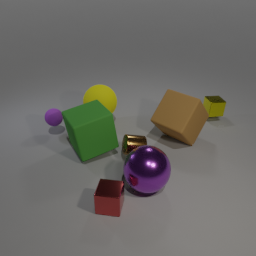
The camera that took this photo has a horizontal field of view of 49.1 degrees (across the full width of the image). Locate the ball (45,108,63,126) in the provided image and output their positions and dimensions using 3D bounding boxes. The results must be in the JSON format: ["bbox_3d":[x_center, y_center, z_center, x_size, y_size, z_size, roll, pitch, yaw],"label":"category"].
[{"bbox_3d":[-2.901,-0.420,10.960,0.700,0.700,0.700,0,30,0],"label":"ball"}]

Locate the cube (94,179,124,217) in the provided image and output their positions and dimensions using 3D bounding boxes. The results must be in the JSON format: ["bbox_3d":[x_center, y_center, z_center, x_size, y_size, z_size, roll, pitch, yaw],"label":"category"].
[{"bbox_3d":[-0.502,1.915,7.733,0.700,0.700,0.700,5,30,8],"label":"cube"}]

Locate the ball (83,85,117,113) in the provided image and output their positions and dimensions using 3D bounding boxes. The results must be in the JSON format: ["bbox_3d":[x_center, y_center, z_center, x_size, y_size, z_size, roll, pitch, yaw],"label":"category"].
[{"bbox_3d":[-1.151,-1.088,11.582,1.400,1.400,1.400,0,30,0],"label":"ball"}]

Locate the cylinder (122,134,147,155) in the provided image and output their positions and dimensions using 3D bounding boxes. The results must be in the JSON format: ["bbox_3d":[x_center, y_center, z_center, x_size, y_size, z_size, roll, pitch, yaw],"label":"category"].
[{"bbox_3d":[0.212,0.584,9.561,0.700,0.700,0.700,5,28,-16],"label":"cylinder"}]

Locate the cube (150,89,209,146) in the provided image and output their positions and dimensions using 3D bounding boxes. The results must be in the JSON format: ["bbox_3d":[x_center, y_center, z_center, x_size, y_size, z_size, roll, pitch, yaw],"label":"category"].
[{"bbox_3d":[1.964,-0.388,10.514,1.400,1.400,1.400,25,82,36],"label":"cube"}]

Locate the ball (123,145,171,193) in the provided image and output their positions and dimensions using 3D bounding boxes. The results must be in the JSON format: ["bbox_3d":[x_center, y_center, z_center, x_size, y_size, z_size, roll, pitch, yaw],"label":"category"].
[{"bbox_3d":[0.561,1.209,8.242,1.400,1.400,1.400,0,30,0],"label":"ball"}]

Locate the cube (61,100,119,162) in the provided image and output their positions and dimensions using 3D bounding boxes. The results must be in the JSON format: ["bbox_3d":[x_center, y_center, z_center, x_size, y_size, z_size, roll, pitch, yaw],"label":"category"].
[{"bbox_3d":[-1.321,0.050,9.806,1.400,1.400,1.400,-22,34,-19],"label":"cube"}]

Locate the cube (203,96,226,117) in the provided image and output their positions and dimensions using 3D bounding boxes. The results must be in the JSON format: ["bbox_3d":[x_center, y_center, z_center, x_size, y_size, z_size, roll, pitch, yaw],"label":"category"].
[{"bbox_3d":[3.745,-0.952,12.219,0.700,0.700,0.700,-4,30,-11],"label":"cube"}]
